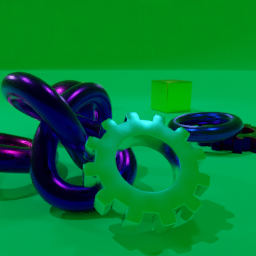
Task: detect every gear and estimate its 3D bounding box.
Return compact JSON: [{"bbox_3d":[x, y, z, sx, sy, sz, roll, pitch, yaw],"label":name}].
[{"bbox_3d":[0.174,0.383,2.761,1.223,0.226,1.223,7,51,-8],"label":"gear"},{"bbox_3d":[2.137,0.161,5.709,1.514,0.280,1.514,0,13,0],"label":"gear"}]

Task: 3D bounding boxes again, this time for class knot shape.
[{"bbox_3d":[-0.609,0.169,3.417,0.873,1.768,1.889,-38,-33,20],"label":"knot shape"}]

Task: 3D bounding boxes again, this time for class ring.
[{"bbox_3d":[1.476,-0.046,5.442,1.430,0.286,1.430,-6,15,2],"label":"ring"},{"bbox_3d":[-1.849,0.305,4.026,1.696,0.339,1.696,12,0,0],"label":"ring"}]

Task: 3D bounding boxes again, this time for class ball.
[{"bbox_3d":[-1.181,-0.347,5.763,1.271,1.271,1.271,0,13,0],"label":"ball"}]

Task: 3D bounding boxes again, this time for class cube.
[{"bbox_3d":[1.487,-1.127,9.717,1.025,1.025,1.025,-6,15,-26],"label":"cube"}]
